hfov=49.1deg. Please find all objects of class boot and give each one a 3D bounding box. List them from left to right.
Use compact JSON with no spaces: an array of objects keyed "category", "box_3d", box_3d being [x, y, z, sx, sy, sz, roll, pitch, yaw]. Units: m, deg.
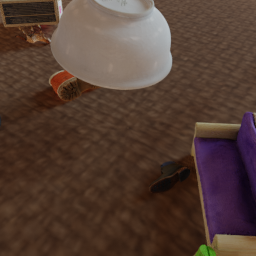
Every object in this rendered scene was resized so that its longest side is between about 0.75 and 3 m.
[{"category":"boot","box_3d":[-1.422,-1.613,8.598,2.009,0.754,1.077,-28,45,-26]},{"category":"boot","box_3d":[0.790,1.042,6.033,1.027,0.384,0.498,-19,30,-24]}]

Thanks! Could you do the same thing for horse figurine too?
[{"category":"horse figurine","box_3d":[-3.630,-3.530,10.716,1.284,0.851,0.320,-3,63,16]}]

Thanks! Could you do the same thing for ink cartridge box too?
[{"category":"ink cartridge box","box_3d":[-3.800,-4.778,11.397,2.102,0.958,2.551,-5,27,-7]}]

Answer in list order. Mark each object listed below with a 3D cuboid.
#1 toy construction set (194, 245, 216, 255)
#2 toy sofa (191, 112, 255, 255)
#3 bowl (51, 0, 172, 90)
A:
[{"category":"toy construction set","box_3d":[1.218,2.738,3.444,1.826,1.283,2.785,-1,45,-38]},{"category":"toy sofa","box_3d":[1.956,0.954,5.203,1.187,1.399,2.866,2,40,4]},{"category":"bowl","box_3d":[-0.236,-2.283,6.237,2.905,1.306,2.905,8,47,-8]}]
